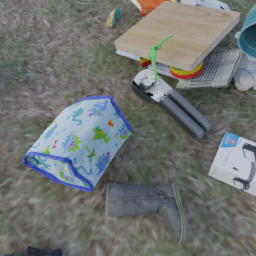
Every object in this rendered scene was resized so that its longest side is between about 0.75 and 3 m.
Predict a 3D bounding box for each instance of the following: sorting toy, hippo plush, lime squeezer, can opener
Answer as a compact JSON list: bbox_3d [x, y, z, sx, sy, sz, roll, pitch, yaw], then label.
[{"bbox_3d":[1.634,-2.900,9.376,2.949,1.026,2.931,27,61,33],"label":"sorting toy"},{"bbox_3d":[4.253,-2.511,9.303,1.757,1.774,2.206,-12,55,-9],"label":"hippo plush"},{"bbox_3d":[0.864,-2.101,7.743,0.544,0.290,1.540,25,72,-14],"label":"lime squeezer"},{"bbox_3d":[1.311,-0.763,8.704,0.755,0.954,2.869,-40,72,-22],"label":"can opener"}]

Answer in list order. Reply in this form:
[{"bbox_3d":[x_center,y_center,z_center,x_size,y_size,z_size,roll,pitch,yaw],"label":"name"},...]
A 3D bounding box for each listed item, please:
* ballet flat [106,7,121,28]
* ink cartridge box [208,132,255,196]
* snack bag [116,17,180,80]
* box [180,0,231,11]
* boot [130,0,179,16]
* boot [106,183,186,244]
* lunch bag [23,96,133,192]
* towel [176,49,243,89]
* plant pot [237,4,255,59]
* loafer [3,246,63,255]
[{"bbox_3d":[-0.628,-4.643,11.699,0.380,0.414,1.206,5,53,18],"label":"ballet flat"},{"bbox_3d":[3.165,0.993,7.462,1.625,0.680,1.179,23,58,16],"label":"ink cartridge box"},{"bbox_3d":[1.371,-3.114,10.646,2.978,0.319,2.808,23,57,16],"label":"snack bag"},{"bbox_3d":[3.174,-4.671,11.114,1.999,0.601,1.166,9,50,-24],"label":"box"},{"bbox_3d":[1.300,-4.975,11.659,1.446,1.012,2.696,-45,81,14],"label":"boot"},{"bbox_3d":[0.381,2.005,6.759,1.837,0.667,1.670,2,40,-7],"label":"boot"},{"bbox_3d":[-1.467,0.341,7.442,2.474,1.576,2.103,5,48,40],"label":"lunch bag"},{"bbox_3d":[2.594,-1.921,8.918,1.718,0.308,1.784,4,50,41],"label":"towel"},{"bbox_3d":[3.099,-2.284,5.972,1.238,1.238,1.163,16,72,11],"label":"plant pot"},{"bbox_3d":[-2.153,2.870,6.255,1.355,0.460,0.476,-13,64,-5],"label":"loafer"}]
